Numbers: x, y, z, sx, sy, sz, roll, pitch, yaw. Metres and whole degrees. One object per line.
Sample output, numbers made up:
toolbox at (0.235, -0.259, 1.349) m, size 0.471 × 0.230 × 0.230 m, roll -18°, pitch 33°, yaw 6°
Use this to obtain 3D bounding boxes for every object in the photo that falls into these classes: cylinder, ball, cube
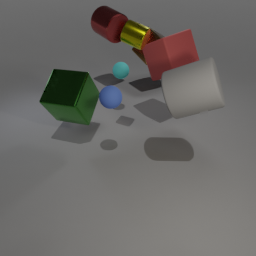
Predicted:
cylinder at (-0.874, -5.061, 13.684) m, size 1.400 × 1.400 × 1.400 m, roll -22°, pitch 47°, yaw -32°
ball at (-0.524, -0.929, 8.467) m, size 0.700 × 0.700 × 0.700 m, roll 0°, pitch 31°, yaw 0°
cube at (1.354, -3.997, 14.244) m, size 1.400 × 1.400 × 1.400 m, roll 6°, pitch 39°, yaw -49°
ball at (-0.297, -2.409, 11.730) m, size 0.700 × 0.700 × 0.700 m, roll 0°, pitch 31°, yaw 0°
cylinder at (0.234, -2.854, 8.598) m, size 0.700 × 0.700 × 0.700 m, roll 26°, pitch 36°, yaw 8°
cylinder at (1.817, -1.084, 7.786) m, size 1.400 × 1.400 × 1.400 m, roll -14°, pitch 25°, yaw 24°
cube at (1.623, -2.742, 10.633) m, size 1.400 × 1.400 × 1.400 m, roll -27°, pitch 15°, yaw -27°
cube at (-2.015, -1.092, 9.996) m, size 1.400 × 1.400 × 1.400 m, roll 9°, pitch 67°, yaw 17°
